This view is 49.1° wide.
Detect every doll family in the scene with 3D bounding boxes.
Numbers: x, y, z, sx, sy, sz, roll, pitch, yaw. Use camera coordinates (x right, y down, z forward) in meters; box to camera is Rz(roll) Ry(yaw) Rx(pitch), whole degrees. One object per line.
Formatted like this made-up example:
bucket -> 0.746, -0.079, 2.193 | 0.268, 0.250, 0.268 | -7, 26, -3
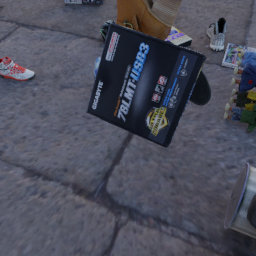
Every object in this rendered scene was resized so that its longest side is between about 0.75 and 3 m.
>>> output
doll family -> 4.217, -1.294, 8.966 | 1.621, 2.805, 1.101 | 16, 21, 30

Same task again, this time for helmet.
helmet -> -0.774, -4.320, 12.568 | 0.997, 0.997, 0.950 | -26, 70, -22

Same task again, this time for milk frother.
milk frother -> 3.879, 1.336, 5.989 | 2.662, 2.554, 2.830 | 19, 76, 16

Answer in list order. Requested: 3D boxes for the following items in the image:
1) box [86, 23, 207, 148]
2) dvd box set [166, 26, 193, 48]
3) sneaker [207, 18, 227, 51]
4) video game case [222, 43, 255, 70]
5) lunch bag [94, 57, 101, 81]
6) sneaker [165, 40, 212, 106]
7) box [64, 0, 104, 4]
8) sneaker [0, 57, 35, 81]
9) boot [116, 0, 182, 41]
box -> 0.320, -0.936, 6.212 | 2.120, 2.136, 0.531 | 24, 20, 11
dvd box set -> 1.388, -4.194, 12.776 | 1.851, 0.372, 2.530 | -27, 53, -23
sneaker -> 4.059, -4.457, 12.465 | 0.766, 1.180, 2.043 | 3, 48, 3
video game case -> 4.817, -2.963, 11.791 | 1.449, 0.183, 1.590 | 17, 51, 15
lunch bag -> -0.914, -1.903, 10.253 | 0.539, 1.050, 1.306 | -4, 46, 1
sneaker -> 1.618, -1.446, 7.766 | 0.852, 1.231, 2.039 | -38, 77, 20
box -> -2.379, -7.650, 15.339 | 2.160, 1.239, 1.427 | 3, 49, 4
sneaker -> -4.362, -2.290, 10.765 | 1.454, 0.779, 0.486 | 6, 48, 5
boot -> -0.048, -3.412, 8.362 | 2.863, 2.223, 1.098 | 30, 36, 1
